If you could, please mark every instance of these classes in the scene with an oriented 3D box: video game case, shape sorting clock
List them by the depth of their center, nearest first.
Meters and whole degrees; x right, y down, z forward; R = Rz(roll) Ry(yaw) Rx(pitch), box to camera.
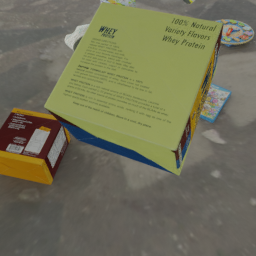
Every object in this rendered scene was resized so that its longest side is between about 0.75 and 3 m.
[{"bbox_3d":[2.495,-0.890,8.850,1.068,0.133,1.492,27,56,21],"label":"video game case"},{"bbox_3d":[4.028,-3.839,11.071,1.824,0.358,1.824,0,51,0],"label":"shape sorting clock"}]

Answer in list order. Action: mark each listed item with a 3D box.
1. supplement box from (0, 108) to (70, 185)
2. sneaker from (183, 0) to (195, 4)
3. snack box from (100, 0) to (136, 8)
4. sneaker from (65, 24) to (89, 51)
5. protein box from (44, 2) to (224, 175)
[{"bbox_3d":[-2.487,0.445,7.223,1.471,0.990,1.492,10,52,8],"label":"supplement box"},{"bbox_3d":[1.842,-4.622,7.801,0.869,2.053,0.764,-23,37,-18],"label":"sneaker"},{"bbox_3d":[-0.454,-5.622,12.494,0.982,0.366,1.381,-32,58,-23],"label":"snack box"},{"bbox_3d":[-1.445,-3.719,10.715,2.241,0.788,0.898,-38,57,-25],"label":"sneaker"},{"bbox_3d":[0.174,-0.548,3.925,1.735,1.179,1.748,18,72,18],"label":"protein box"}]
